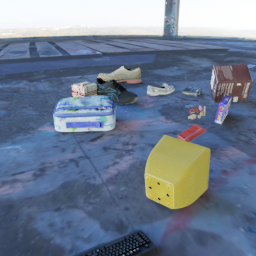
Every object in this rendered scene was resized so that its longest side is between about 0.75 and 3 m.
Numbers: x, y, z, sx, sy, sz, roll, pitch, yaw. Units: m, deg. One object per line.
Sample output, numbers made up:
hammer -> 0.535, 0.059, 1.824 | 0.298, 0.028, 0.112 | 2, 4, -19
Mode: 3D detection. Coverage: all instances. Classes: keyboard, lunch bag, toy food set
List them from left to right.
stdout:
lunch bag -> -1.765, -0.600, 11.756 | 2.538, 1.046, 2.040 | -2, 27, -1
keyboard -> -0.303, 2.647, 5.409 | 1.963, 0.202, 1.247 | -14, 27, -27
toy food set -> 2.969, -0.673, 11.955 | 0.145, 0.584, 0.919 | 10, -7, -35

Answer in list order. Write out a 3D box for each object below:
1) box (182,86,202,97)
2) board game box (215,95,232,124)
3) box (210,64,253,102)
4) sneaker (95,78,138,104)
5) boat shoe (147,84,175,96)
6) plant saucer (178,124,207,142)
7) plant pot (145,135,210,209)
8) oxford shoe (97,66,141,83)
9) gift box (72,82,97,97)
box -> 3.656, -2.077, 15.972 | 0.895, 0.289, 1.135 | 11, 25, 25
board game box -> 4.206, -0.827, 12.341 | 0.301, 0.905, 1.346 | 18, 29, 22
box -> 5.266, -2.307, 14.465 | 1.714, 1.422, 1.408 | -1, 48, 7
sneaker -> -0.719, -1.936, 14.713 | 2.738, 1.085, 1.032 | 15, 26, 27
boat shoe -> 1.899, -2.247, 16.004 | 1.783, 0.572, 0.657 | -10, 26, -22
plant saucer -> 2.206, 0.185, 9.859 | 0.918, 0.169, 0.917 | -34, 12, 1
plant pot -> 1.165, 1.237, 7.253 | 1.376, 1.385, 1.417 | 17, 36, 34
oxford shoe -> -0.562, -3.544, 18.323 | 2.893, 1.068, 1.024 | 0, 24, 1
gift box -> -2.326, -1.950, 14.743 | 1.020, 1.105, 1.032 | 13, 28, 38
